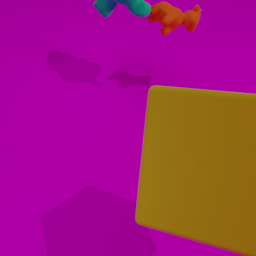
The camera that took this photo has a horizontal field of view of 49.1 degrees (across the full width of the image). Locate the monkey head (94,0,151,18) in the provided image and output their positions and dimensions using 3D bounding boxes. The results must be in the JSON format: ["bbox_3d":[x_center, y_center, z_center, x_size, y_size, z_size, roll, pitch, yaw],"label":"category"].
[{"bbox_3d":[-0.288,-3.221,6.507,1.917,1.379,1.155,47,19,-9],"label":"monkey head"}]

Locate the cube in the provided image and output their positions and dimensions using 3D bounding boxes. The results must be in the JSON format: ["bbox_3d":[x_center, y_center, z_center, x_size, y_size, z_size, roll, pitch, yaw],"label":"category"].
[{"bbox_3d":[0.959,0.300,2.870,1.306,1.306,1.306,9,8,23],"label":"cube"}]

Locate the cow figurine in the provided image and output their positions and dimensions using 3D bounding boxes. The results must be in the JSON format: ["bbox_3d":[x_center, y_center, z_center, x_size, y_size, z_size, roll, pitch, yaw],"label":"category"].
[{"bbox_3d":[1.158,-2.710,6.771,1.077,0.601,1.095,-36,71,-16],"label":"cow figurine"}]
